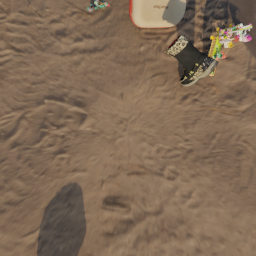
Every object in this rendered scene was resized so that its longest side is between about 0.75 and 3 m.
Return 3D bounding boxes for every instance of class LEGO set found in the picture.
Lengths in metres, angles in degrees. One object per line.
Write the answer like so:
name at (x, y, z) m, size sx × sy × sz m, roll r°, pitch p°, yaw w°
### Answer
LEGO set at (3.292, -2.711, 9.060) m, size 2.301 × 1.058 × 0.856 m, roll -46°, pitch 31°, yaw -18°

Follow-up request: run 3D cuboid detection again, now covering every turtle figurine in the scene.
turtle figurine at (-1.017, -4.421, 10.019) m, size 0.859 × 0.432 × 0.643 m, roll -7°, pitch 23°, yaw 31°

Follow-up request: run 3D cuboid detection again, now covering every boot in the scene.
boot at (1.693, -1.967, 8.299) m, size 1.353 × 1.792 × 0.647 m, roll 37°, pitch 77°, yaw -9°

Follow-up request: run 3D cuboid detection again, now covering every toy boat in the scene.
toy boat at (0.926, -4.250, 9.723) m, size 2.081 × 1.358 × 1.360 m, roll -7°, pitch 30°, yaw -20°
